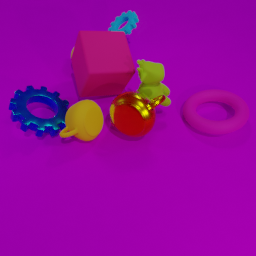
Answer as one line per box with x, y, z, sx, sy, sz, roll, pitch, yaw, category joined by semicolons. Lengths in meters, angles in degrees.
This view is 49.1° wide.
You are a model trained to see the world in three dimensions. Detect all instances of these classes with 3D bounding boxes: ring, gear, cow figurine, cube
2.527;-0.510;8.110;1.838;0.368;1.838;-5;42;4;ring
-0.174;-3.677;10.012;1.153;0.213;1.153;-20;51;26;gear
0.523;-1.096;7.759;1.499;1.523;0.836;31;42;-29;cow figurine
-0.779;-1.865;8.267;1.383;1.383;1.383;-7;72;-24;cube
-2.421;-0.499;7.837;1.657;0.306;1.657;18;44;-18;gear

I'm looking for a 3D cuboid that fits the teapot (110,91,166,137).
0.142;-0.404;7.402;2.015;1.253;0.987;-23;16;38;teapot

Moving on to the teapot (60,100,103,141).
-1.206;-0.238;7.616;0.867;1.101;1.771;3;32;31;teapot

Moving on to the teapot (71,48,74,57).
-1.335;-2.380;9.462;1.088;0.857;1.749;-17;90;-22;teapot
